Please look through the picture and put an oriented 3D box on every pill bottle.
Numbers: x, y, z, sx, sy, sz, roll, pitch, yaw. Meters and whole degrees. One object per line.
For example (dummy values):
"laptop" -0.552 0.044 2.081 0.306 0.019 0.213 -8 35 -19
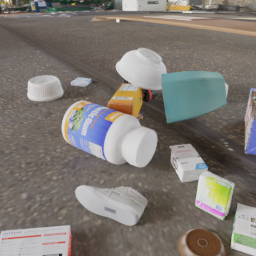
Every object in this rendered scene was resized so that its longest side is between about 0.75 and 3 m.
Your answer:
"pill bottle" -0.585 0.203 8.971 2.873 1.610 1.610 19 34 31

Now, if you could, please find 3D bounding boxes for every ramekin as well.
"ramekin" -4.092 -2.002 13.778 1.735 0.808 1.735 1 30 0

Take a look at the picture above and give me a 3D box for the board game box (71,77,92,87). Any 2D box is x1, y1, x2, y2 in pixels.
"board game box" -2.559 -2.536 15.391 0.846 0.184 0.842 11 31 18

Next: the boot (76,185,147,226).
"boot" -0.405 1.814 7.205 1.786 0.657 0.854 21 28 19

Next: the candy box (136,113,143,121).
"candy box" 0.195 -0.519 11.722 0.751 0.212 0.438 23 35 38

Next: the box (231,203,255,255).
"box" 2.948 2.370 6.495 0.948 0.239 1.313 12 30 20

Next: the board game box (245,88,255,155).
"board game box" 5.415 -0.175 9.893 2.245 1.364 2.816 10 31 18

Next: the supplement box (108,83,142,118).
"supplement box" -0.028 -1.015 11.359 0.986 0.953 2.866 4 23 12

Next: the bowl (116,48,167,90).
"bowl" 0.764 -2.800 12.444 2.421 1.088 2.421 17 34 -12

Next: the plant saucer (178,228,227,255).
"plant saucer" 1.642 2.579 6.156 1.055 0.193 1.055 1 29 0

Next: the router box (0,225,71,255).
"router box" -1.962 2.702 5.732 1.516 0.370 1.360 -3 29 -5

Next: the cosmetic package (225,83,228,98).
"cosmetic package" 3.806 -1.849 13.410 1.487 0.914 1.483 -1 29 2

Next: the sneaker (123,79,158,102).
"sneaker" 0.650 -1.941 13.723 1.059 0.766 2.168 -20 37 -31

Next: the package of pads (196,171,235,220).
"package of pads" 2.120 1.650 6.939 0.807 1.045 0.356 24 36 36

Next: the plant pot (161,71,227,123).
"plant pot" 2.125 -1.114 9.084 1.906 1.347 1.346 -7 22 11

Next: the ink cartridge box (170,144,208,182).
"ink cartridge box" 1.810 1.045 8.643 0.775 0.453 1.335 -5 29 -9
